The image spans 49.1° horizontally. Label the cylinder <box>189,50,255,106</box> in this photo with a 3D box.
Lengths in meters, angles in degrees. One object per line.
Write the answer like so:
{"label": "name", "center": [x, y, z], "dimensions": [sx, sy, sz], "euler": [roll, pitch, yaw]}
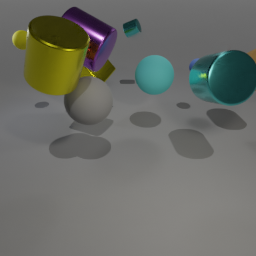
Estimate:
{"label": "cylinder", "center": [2.577, -1.369, 7.729], "dimensions": [1.400, 1.400, 1.400], "euler": [-4, 10, -6]}

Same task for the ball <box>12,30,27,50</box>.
{"label": "ball", "center": [-3.941, -3.283, 10.462], "dimensions": [0.700, 0.700, 0.700], "euler": [0, 29, 0]}

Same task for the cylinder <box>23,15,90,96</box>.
{"label": "cylinder", "center": [-1.777, -1.764, 6.883], "dimensions": [1.400, 1.400, 1.400], "euler": [14, 44, -14]}

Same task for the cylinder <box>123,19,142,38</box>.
{"label": "cylinder", "center": [0.205, -4.812, 13.512], "dimensions": [0.700, 0.700, 0.700], "euler": [-14, 23, 22]}

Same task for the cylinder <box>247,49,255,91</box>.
{"label": "cylinder", "center": [4.507, -2.024, 9.990], "dimensions": [1.400, 1.400, 1.400], "euler": [-4, 0, -7]}

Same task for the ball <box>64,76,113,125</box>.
{"label": "ball", "center": [-1.137, -0.783, 8.093], "dimensions": [1.400, 1.400, 1.400], "euler": [0, 29, 0]}

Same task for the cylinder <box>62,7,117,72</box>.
{"label": "cylinder", "center": [-1.248, -2.603, 8.300], "dimensions": [1.400, 1.400, 1.400], "euler": [30, 33, 3]}

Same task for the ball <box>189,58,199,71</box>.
{"label": "ball", "center": [2.861, -2.491, 11.481], "dimensions": [0.700, 0.700, 0.700], "euler": [0, 29, 0]}

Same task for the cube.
{"label": "cube", "center": [-1.627, -2.255, 11.248], "dimensions": [1.400, 1.400, 1.400], "euler": [-28, 21, 41]}

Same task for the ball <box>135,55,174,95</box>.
{"label": "ball", "center": [0.947, -1.896, 10.064], "dimensions": [1.400, 1.400, 1.400], "euler": [0, 29, 0]}
